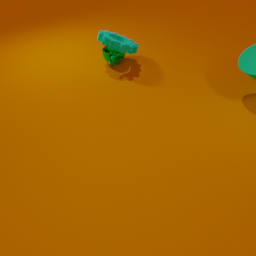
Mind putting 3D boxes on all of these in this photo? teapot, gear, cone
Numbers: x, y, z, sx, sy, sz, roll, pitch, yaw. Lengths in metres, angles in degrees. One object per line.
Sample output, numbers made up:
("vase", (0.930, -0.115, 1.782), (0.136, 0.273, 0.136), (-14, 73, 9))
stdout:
("teapot", (-0.581, -2.959, 11.398), (0.991, 0.781, 1.594), (4, 24, 5))
("gear", (-0.393, -3.413, 11.131), (1.637, 0.303, 1.637), (18, 28, -10))
("cone", (4.788, -1.850, 9.643), (1.600, 1.606, 1.600), (-19, 46, 21))
